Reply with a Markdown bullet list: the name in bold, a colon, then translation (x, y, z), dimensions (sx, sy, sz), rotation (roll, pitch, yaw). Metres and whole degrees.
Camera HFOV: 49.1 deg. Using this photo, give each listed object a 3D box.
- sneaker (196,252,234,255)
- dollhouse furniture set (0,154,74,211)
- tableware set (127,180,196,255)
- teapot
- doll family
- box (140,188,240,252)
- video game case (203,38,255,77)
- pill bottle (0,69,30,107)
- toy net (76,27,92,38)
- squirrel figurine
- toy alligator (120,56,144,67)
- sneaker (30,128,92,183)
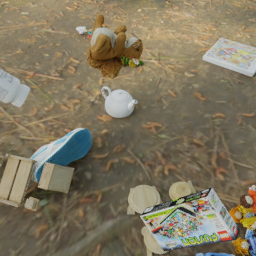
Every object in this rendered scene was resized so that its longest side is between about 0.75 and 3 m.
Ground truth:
- **sneaker**: translation (1.627, 3.221, 6.360), dimensions (1.974, 0.812, 0.730), rotation (-7, 48, -5)
- **dollhouse furniture set**: translation (-3.060, 1.492, 8.075), dimensions (2.541, 1.125, 1.317), rotation (9, 77, 20)
- **tableware set**: translation (1.191, 2.304, 7.639), dimensions (2.375, 0.276, 1.984), rotation (-10, 45, -8)
- **teapot**: translation (-0.337, -1.032, 10.473), dimensions (1.202, 0.878, 1.186), rotation (-7, 46, -6)
- **doll family**: translation (3.284, 2.614, 7.038), dimensions (1.372, 0.996, 2.210), rotation (-2, 63, -12)
- **box**: translation (0.937, 1.518, 4.512), dimensions (0.785, 1.426, 0.248), rotation (56, 41, -2)
- **video game case**: translation (5.079, -3.414, 13.228), dimensions (2.386, 0.273, 2.171), rotation (27, 51, 24)
- **pill bottle**: translation (-3.744, -1.253, 8.298), dimensions (1.463, 0.829, 0.829), rotation (30, 38, -28)
- **toy net**: translation (-2.031, -4.890, 14.668), dimensions (1.740, 0.336, 0.913), rotation (20, 52, 21)
- **squirrel figurine**: translation (-0.381, -2.256, 8.289), dimensions (1.504, 1.611, 1.140), rotation (9, 43, -27)
- **toy alligator**: translation (-0.382, -3.226, 12.856), dimensions (2.241, 0.538, 0.743), rotation (4, 45, 3)
- **sneaker**: translation (-2.135, 0.713, 8.730), dimensions (1.000, 0.947, 2.475), rotation (10, 34, 37)
